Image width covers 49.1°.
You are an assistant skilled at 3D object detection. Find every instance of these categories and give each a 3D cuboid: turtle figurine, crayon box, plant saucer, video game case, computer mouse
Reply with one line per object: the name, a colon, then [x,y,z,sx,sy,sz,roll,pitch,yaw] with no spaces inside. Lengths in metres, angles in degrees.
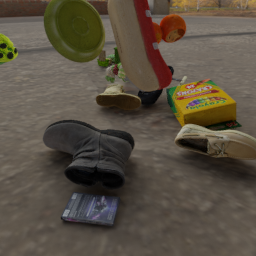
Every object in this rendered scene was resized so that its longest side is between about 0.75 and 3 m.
turtle figurine: [0.294,-2.343,12.310,2.014,2.798,2.713,-46,16,-27]
crayon box: [2.505,-0.770,9.635,1.751,0.701,2.758,-13,31,-2]
plant saucer: [-1.425,-2.907,8.107,1.985,1.985,0.308,-22,11,-36]
video game case: [-0.761,1.686,5.904,1.086,0.103,0.776,5,28,8]
computer mouse: [1.247,-1.771,11.708,0.854,0.496,2.914,8,42,33]

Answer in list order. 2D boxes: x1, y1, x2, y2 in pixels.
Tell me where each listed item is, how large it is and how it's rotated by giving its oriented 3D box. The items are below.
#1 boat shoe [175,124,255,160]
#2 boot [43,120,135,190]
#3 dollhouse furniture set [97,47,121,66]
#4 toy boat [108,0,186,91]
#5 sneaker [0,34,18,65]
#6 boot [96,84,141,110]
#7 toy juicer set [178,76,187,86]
boat shoe: [2.384,0.486,7.558,2.268,0.818,0.737,15,41,30]
boot: [-1.242,0.630,7.122,2.694,0.940,1.774,3,31,14]
dollhouse furniture set: [-0.750,-4.489,16.865,1.435,1.099,2.190,11,29,21]
toy boat: [0.650,-2.420,7.317,1.838,2.812,1.835,-16,11,-7]
sneaker: [-4.630,-2.110,8.459,1.168,1.035,2.795,-12,22,40]
boot: [-0.232,-1.272,11.130,1.764,0.642,1.371,4,27,15]
toy juicer set: [2.748,-1.420,11.627,1.286,0.550,2.021,-36,46,-24]
